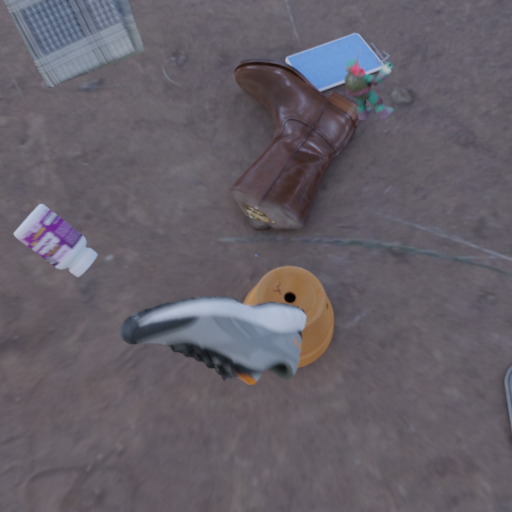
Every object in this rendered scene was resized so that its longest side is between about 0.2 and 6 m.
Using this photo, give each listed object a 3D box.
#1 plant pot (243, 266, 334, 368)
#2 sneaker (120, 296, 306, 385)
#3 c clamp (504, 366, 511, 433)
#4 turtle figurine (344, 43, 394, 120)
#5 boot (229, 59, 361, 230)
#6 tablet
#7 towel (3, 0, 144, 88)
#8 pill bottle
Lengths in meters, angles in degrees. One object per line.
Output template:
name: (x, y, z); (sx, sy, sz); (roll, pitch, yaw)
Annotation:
plant pot: (0.563, 0.972, 9.793); (1.718, 1.202, 1.718); (0, 62, 0)
sneaker: (-0.423, 1.115, 7.270); (2.729, 1.009, 1.082); (10, 74, -35)
c clamp: (5.156, 2.580, 9.412); (1.859, 0.295, 2.176); (9, 61, 5)
turtle figurine: (1.470, -2.373, 7.676); (0.549, 1.091, 0.817); (-41, 40, -11)
boot: (0.178, -2.350, 11.801); (3.258, 1.123, 3.496); (26, 68, 16)
tablet: (1.896, -4.647, 13.534); (2.063, 0.141, 1.342); (-23, 64, -11)
towel: (-2.677, -3.567, 8.328); (1.713, 1.650, 0.296); (-29, 30, -17)
pill bottle: (-2.554, -0.169, 7.216); (0.960, 0.539, 0.539); (41, 63, -20)
